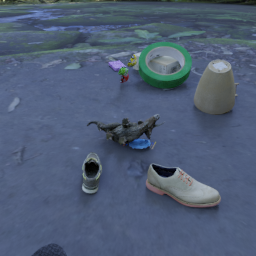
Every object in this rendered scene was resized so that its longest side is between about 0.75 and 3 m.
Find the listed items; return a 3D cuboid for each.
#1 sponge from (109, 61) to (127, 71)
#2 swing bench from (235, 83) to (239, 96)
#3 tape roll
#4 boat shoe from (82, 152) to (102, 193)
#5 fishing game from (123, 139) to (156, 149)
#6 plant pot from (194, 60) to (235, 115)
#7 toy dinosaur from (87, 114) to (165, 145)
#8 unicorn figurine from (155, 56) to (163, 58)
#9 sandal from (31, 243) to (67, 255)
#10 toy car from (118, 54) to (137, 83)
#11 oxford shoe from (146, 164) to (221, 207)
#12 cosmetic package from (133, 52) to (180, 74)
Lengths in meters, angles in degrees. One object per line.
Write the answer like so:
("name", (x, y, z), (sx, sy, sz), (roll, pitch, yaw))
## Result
("sponge", (-0.678, -4.026, 18.095), (0.778, 0.208, 1.394), (-12, 34, -18))
("swing bench", (4.754, -1.927, 14.164), (1.161, 0.757, 1.167), (-22, 32, -31))
("tape roll", (2.050, -3.540, 15.630), (2.925, 0.703, 2.925), (0, 58, 1))
("boat shoe", (-1.135, 1.289, 8.962), (0.640, 0.535, 1.790), (6, 29, -7))
("fishing game", (0.445, 0.618, 10.497), (1.178, 0.183, 0.843), (2, 23, 15))
("plant pot", (3.957, -1.962, 12.520), (1.871, 1.998, 1.871), (-4, 47, 5))
("toy dinosaur", (-0.217, 0.154, 10.475), (2.936, 1.130, 1.502), (-9, -12, 28))
("unicorn figurine", (1.839, -4.417, 16.790), (1.033, 0.381, 0.710), (-36, 46, -22))
("sandal", (-1.465, 3.626, 5.266), (1.051, 0.631, 2.799), (-13, 48, -10))
("toy car", (-0.084, -2.995, 14.713), (0.385, 1.728, 1.626), (31, 23, 6))
("oxford shoe", (1.576, 1.649, 8.152), (2.232, 0.824, 0.790), (12, 33, 19))
("cosmetic package", (1.729, -3.893, 17.153), (1.386, 0.978, 2.677), (-27, 42, -37))
